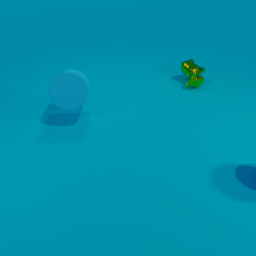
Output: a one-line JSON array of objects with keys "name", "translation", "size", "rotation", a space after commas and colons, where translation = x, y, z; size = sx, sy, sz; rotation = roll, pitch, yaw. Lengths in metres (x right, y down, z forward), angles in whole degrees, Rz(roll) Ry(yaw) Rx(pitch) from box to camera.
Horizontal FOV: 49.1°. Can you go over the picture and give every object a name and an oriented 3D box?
[{"name": "cylinder", "translation": [-1.817, -1.227, 8.860], "size": [1.173, 1.173, 1.173], "rotation": [-3, 15, -4]}, {"name": "cow figurine", "translation": [2.575, -2.236, 11.434], "size": [1.365, 0.762, 1.388], "rotation": [-20, 60, -44]}]
